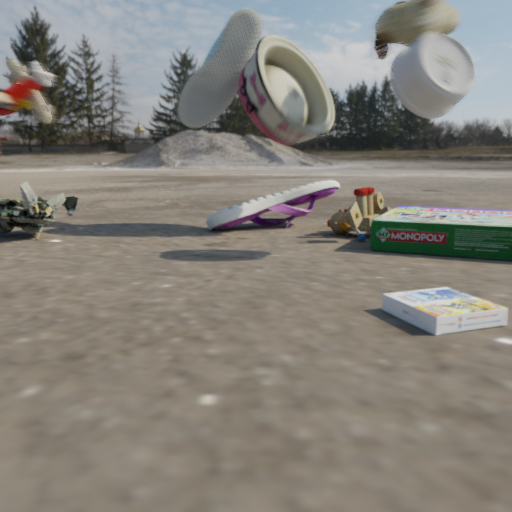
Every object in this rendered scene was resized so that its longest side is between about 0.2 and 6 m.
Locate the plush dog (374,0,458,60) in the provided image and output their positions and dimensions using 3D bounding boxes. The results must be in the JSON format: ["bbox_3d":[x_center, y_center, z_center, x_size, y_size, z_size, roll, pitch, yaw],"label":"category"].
[{"bbox_3d":[2.767,-4.257,10.238,1.296,1.211,1.509,11,59,45],"label":"plush dog"}]

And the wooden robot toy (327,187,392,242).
[{"bbox_3d":[1.832,-0.786,10.642,0.973,0.944,2.144,-6,5,33],"label":"wooden robot toy"}]

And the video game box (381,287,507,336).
[{"bbox_3d":[1.765,0.507,5.340,0.791,0.203,0.868,-7,12,-20],"label":"video game box"}]

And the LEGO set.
[{"bbox_3d":[-4.559,-0.707,10.796,2.194,0.958,3.379,0,-2,-9],"label":"LEGO set"}]

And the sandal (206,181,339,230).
[{"bbox_3d":[0.395,-0.886,11.621,2.988,0.734,1.216,-17,0,-18],"label":"sandal"}]

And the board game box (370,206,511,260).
[{"bbox_3d":[4.000,-0.390,9.206,3.730,0.543,2.510,5,12,23],"label":"board game box"}]

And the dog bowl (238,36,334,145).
[{"bbox_3d":[0.544,-3.134,10.927,0.788,2.137,2.137,-28,-11,41],"label":"dog bowl"}]

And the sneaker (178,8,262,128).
[{"bbox_3d":[-0.698,-3.760,11.551,0.958,2.592,1.062,35,8,-9],"label":"sneaker"}]

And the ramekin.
[{"bbox_3d":[2.556,-2.600,7.990,1.128,1.128,0.592,-4,-10,-22],"label":"ramekin"}]

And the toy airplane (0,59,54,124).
[{"bbox_3d":[-3.708,-2.666,9.122,0.984,0.989,0.698,10,-8,4],"label":"toy airplane"}]
